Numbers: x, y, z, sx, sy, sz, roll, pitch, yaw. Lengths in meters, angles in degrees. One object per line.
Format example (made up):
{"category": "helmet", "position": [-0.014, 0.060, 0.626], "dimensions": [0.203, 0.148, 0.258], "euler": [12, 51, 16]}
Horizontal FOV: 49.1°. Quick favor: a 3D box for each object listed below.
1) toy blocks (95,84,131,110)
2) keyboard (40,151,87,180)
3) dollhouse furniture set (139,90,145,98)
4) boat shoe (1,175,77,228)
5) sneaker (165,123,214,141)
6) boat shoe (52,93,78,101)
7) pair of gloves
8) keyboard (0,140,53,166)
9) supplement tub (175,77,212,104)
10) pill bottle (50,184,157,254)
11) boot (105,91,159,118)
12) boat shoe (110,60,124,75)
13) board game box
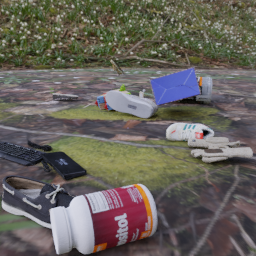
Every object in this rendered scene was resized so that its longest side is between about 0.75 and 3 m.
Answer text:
{"category": "toy blocks", "position": [-0.889, -1.529, 15.207], "dimensions": [1.758, 1.285, 2.572], "euler": [-14, 17, -9]}
{"category": "keyboard", "position": [-1.843, 0.980, 7.406], "dimensions": [0.918, 0.196, 1.528], "euler": [-4, 18, -38]}
{"category": "dollhouse furniture set", "position": [0.300, -1.617, 14.936], "dimensions": [1.212, 1.086, 1.530], "euler": [-10, 25, -30]}
{"category": "boat shoe", "position": [-1.563, 1.351, 5.357], "dimensions": [2.084, 0.629, 0.770], "euler": [8, 17, 26]}
{"category": "sneaker", "position": [2.171, 0.165, 9.695], "dimensions": [1.716, 0.604, 0.802], "euler": [-2, 10, -19]}
{"category": "boat shoe", "position": [-3.946, -1.890, 17.671], "dimensions": [1.658, 0.473, 0.554], "euler": [6, 11, 5]}
{"category": "pair of gloves", "position": [2.698, 0.651, 8.479], "dimensions": [1.655, 0.341, 1.946], "euler": [-3, 11, 6]}
{"category": "keyboard", "position": [-3.234, 0.668, 8.644], "dimensions": [2.183, 0.225, 1.387], "euler": [10, 19, 31]}
{"category": "supplement tub", "position": [3.670, -2.288, 16.795], "dimensions": [2.558, 1.567, 1.567], "euler": [3, 16, 12]}
{"category": "pill bottle", "position": [-0.393, 1.466, 4.491], "dimensions": [1.563, 0.883, 0.883], "euler": [-7, 17, -22]}
{"category": "boot", "position": [0.216, -1.176, 13.723], "dimensions": [2.555, 0.940, 1.221], "euler": [25, 20, 18]}
{"category": "boat shoe", "position": [-0.547, -2.643, 12.382], "dimensions": [0.316, 0.830, 0.297], "euler": [-34, 32, 13]}
{"category": "board game box", "position": [2.343, -1.968, 13.629], "dimensions": [2.075, 1.260, 2.602], "euler": [-14, 3, 14]}
